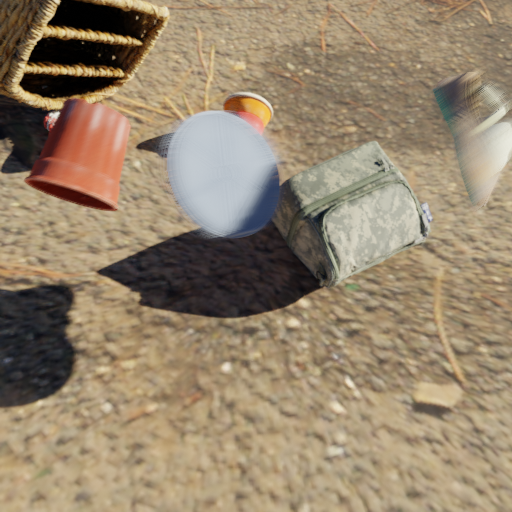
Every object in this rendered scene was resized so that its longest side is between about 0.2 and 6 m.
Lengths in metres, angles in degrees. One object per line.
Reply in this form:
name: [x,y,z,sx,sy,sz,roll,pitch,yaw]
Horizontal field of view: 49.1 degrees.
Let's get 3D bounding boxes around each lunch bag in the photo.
lunch bag: [1.837,-0.711,10.771,2.507,1.747,2.103,-24,72,-17]

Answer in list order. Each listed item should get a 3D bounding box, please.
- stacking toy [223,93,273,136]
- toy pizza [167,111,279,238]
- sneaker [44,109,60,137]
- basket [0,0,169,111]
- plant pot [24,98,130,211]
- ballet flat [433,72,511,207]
stacking toy: [-0.324,-2.830,13.034,1.203,1.203,1.647,9,70,7]
toy pizza: [-0.517,-1.298,9.029,2.090,0.331,2.090,8,76,-34]
sneaker: [-4.691,-2.883,13.203,0.900,0.561,1.680,14,48,13]
basket: [-4.214,-4.621,12.688,2.851,2.731,3.827,18,20,20]
plant pot: [-2.537,-1.505,8.287,1.362,1.362,1.325,13,81,10]
ballet flat: [3.269,-1.855,8.239,0.851,0.861,2.530,-20,53,23]
